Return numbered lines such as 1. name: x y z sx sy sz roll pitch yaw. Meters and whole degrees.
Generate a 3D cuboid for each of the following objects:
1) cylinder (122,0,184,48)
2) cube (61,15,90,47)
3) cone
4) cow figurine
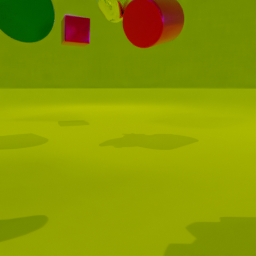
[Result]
1. cylinder: 0.582 -2.402 6.316 1.044 1.044 1.044 6 25 36
2. cube: -1.677 -3.064 8.920 0.788 0.788 0.788 -1 8 -21
3. cone: -2.369 -3.099 6.896 1.497 1.497 1.503 0 37 3
4. cow figurine: -0.157 -2.893 6.607 0.716 1.304 1.283 5 -25 22
